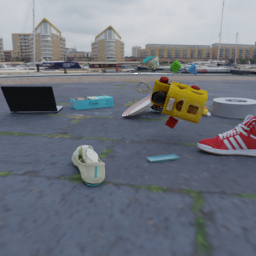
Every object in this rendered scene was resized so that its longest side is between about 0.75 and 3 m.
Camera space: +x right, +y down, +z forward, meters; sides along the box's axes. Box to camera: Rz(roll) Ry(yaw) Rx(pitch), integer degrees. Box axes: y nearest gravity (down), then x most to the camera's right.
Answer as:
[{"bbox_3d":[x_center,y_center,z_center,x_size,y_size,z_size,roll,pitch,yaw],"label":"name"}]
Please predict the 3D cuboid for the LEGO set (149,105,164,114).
[{"bbox_3d":[1.784,-1.111,15.095,1.672,0.730,2.575,11,5,31],"label":"LEGO set"}]

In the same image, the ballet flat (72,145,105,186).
[{"bbox_3d":[-1.023,0.786,7.180,0.704,0.704,2.027,-6,15,-22],"label":"ballet flat"}]

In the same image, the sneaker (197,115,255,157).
[{"bbox_3d":[3.215,0.184,8.438,2.147,1.207,0.765,2,14,10],"label":"sneaker"}]

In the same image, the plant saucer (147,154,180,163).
[{"bbox_3d":[1.004,0.874,8.033,0.907,0.086,0.317,-5,15,-17],"label":"plant saucer"}]

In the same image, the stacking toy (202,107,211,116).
[{"bbox_3d":[3.839,-0.825,14.064,0.585,0.585,0.800,-9,32,-32],"label":"stacking toy"}]

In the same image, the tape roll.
[{"bbox_3d":[5.446,-1.048,14.276,2.225,0.735,2.225,-1,14,0],"label":"tape roll"}]

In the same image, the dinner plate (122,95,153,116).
[{"bbox_3d":[0.769,-1.148,13.898,2.387,0.289,2.387,-30,10,6],"label":"dinner plate"}]

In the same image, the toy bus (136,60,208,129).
[{"bbox_3d":[1.551,-0.950,9.470,2.247,2.120,1.161,-27,15,23],"label":"toy bus"}]

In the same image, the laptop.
[{"bbox_3d":[-4.901,-1.577,14.777,2.460,1.522,2.627,0,14,-2],"label":"laptop"}]

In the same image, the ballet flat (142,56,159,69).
[{"bbox_3d":[0.867,-2.386,10.378,0.489,0.489,1.409,-2,14,-6],"label":"ballet flat"}]

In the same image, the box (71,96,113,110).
[{"bbox_3d":[-2.091,-1.493,16.366,2.309,0.567,0.950,-8,16,-28],"label":"box"}]
